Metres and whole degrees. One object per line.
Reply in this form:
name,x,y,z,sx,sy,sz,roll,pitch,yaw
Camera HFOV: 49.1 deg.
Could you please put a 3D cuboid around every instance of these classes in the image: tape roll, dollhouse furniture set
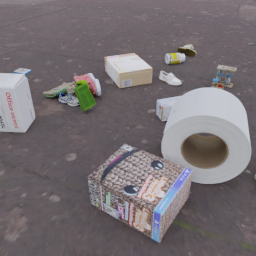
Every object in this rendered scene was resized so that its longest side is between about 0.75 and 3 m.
tape roll,2.285,0.219,8.238,2.399,2.399,1.647,10,35,14
dollhouse furniture set,4.504,-2.270,13.146,0.883,0.888,1.260,15,36,21
dollhouse furniture set,-2.470,-1.387,12.287,2.556,0.987,1.277,6,33,47

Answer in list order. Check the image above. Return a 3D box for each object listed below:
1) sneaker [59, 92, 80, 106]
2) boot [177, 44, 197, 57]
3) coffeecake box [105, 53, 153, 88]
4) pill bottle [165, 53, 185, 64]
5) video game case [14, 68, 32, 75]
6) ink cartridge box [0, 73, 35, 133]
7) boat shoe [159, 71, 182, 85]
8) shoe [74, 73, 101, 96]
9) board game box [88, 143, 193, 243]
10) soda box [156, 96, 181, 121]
sneaker,-2.504,-1.267,12.055,1.136,0.484,0.438,12,37,15
boot,3.802,-4.787,17.181,1.276,0.460,0.986,25,41,34
coffeecake box,-0.019,-2.962,14.195,1.729,0.823,2.253,-12,37,-17
pill bottle,2.670,-3.936,15.830,1.037,0.583,0.583,-7,35,-12
video game case,-5.636,-3.031,14.972,0.767,0.068,0.549,13,37,18
ink cartridge box,-5.020,-0.928,10.279,2.651,1.935,1.118,2,35,4
boat shoe,2.072,-2.484,13.834,1.320,0.458,0.467,29,44,35
shoe,-1.906,-1.955,12.888,0.942,0.740,2.072,-13,31,-16
board game box,0.329,1.585,7.418,2.160,1.046,1.722,20,39,27
soda box,2.181,-0.853,11.257,2.026,0.690,0.645,-10,34,-15
